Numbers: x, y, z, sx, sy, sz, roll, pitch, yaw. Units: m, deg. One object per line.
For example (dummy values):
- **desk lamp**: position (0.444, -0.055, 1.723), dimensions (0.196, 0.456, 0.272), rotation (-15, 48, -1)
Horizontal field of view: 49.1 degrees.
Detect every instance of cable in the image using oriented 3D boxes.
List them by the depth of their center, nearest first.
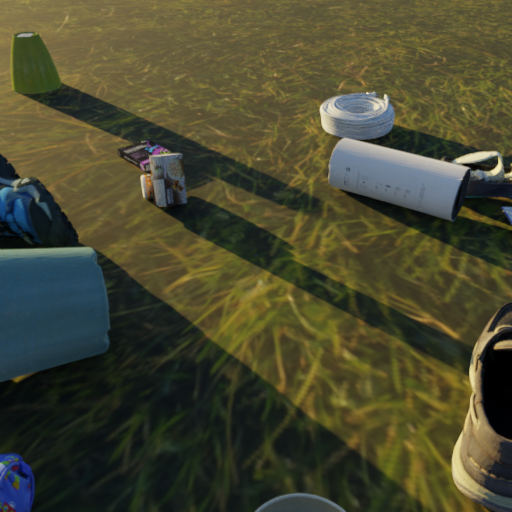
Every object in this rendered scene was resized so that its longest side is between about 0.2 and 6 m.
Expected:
- **cable**: position (2.584, -3.590, 14.402), dimensions (1.895, 0.656, 1.894), rotation (0, 36, 1)

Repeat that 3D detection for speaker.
- **speaker**: position (2.784, -1.523, 11.017), dimensions (2.610, 1.060, 1.060), rotation (20, 39, 27)

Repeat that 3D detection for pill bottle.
- **pill bottle**: position (-1.895, -1.447, 11.411), dimensions (0.848, 0.493, 0.493), rotation (-10, 36, -13)

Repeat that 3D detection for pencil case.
- **pencil case**: position (-3.287, 2.310, 5.632), dimensions (2.023, 0.789, 0.878), rotation (6, 58, 6)

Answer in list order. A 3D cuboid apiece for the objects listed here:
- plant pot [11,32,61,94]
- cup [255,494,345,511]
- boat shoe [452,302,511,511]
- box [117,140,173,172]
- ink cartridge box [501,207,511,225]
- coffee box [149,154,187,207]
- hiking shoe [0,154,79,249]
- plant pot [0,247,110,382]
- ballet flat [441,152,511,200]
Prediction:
- **plant pot**: position (-6.790, -5.893, 16.953), dimensions (1.456, 1.556, 1.456), rotation (0, 34, 0)
- **cup**: position (0.392, 2.818, 4.911), dimensions (1.110, 0.794, 1.110), rotation (0, 34, 0)
- **boat shoe**: position (3.142, 1.449, 6.571), dimensions (1.188, 1.169, 3.189), rotation (14, 37, 19)
- **box**: position (-2.525, -2.324, 12.933), dimensions (0.858, 0.217, 1.200), rotation (-27, 42, -34)
- **ink cartridge box**: position (5.256, -0.476, 10.186), dimensions (1.292, 0.262, 1.290), rotation (2, 34, 3)
- **coffee box**: position (-1.706, -1.471, 10.870), dimensions (0.389, 0.975, 0.558), rotation (8, 17, 40)
- **hiking shoe**: position (-4.451, -0.685, 9.907), dimensions (3.536, 1.315, 1.533), rotation (29, 63, 39)
- **plant pot**: position (-2.982, 0.710, 7.198), dimensions (1.918, 1.958, 1.958), rotation (-7, 34, -24)
- **ballet flat**: position (4.956, -1.586, 11.197), dimensions (2.833, 1.035, 1.035), rotation (5, 35, 7)
